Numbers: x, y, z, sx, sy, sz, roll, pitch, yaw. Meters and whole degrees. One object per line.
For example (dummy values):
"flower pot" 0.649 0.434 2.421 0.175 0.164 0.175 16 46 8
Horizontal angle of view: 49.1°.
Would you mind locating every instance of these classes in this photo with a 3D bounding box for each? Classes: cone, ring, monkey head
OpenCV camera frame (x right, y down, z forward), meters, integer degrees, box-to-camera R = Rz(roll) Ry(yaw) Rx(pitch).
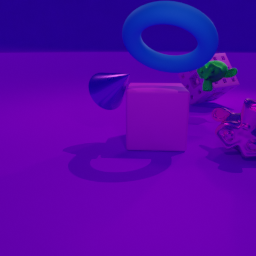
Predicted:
"cone" -0.237 -0.988 6.178 0.937 0.937 0.941 -14 -7 -40
"ring" 0.836 -1.776 5.755 1.962 0.392 1.962 13 -20 5
"monkey head" 2.559 -0.068 5.883 1.831 1.317 1.103 26 33 26
"monkey head" 2.671 -1.630 8.845 0.819 0.977 1.359 -3 7 -44

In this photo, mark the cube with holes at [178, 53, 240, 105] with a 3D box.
"cube with holes" 3.070 -1.879 10.792 1.374 1.374 1.374 -12 -15 -29

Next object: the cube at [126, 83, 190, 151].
"cube" 0.664 -0.312 6.687 1.354 1.354 1.354 1 17 3
